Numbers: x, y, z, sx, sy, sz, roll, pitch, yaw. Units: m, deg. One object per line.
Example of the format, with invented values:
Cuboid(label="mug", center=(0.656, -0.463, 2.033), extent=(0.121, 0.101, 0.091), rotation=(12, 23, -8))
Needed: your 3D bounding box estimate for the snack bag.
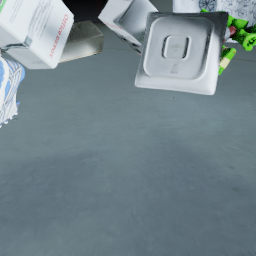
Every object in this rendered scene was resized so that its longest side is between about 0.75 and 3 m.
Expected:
Cuboid(label="snack bag", center=(2.626, -3.671, 8.375), extent=(2.836, 2.674, 0.304), rotation=(11, 59, 17))

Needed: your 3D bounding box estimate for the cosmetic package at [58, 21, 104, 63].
Cuboid(label="cosmetic package", center=(-1.895, -2.884, 9.358), extent=(1.970, 0.720, 1.020), rotation=(-22, 60, -27))

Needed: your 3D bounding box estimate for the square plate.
Cuboid(label="square plate", center=(1.166, -1.810, 6.455), extent=(1.928, 1.910, 0.274), rotation=(10, -3, 23))

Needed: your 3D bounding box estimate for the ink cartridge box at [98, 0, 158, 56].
Cuboid(label="ink cartridge box", center=(0.510, -2.993, 8.757), extent=(2.531, 1.055, 1.838), rotation=(33, 7, -34))

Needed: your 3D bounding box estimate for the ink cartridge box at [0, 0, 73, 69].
Cuboid(label="ink cartridge box", center=(-2.539, -2.717, 6.607), extent=(0.986, 1.741, 2.375), rotation=(6, -20, 29))

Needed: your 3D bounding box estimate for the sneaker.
Cuboid(label="sneaker", center=(-1.732, -0.180, 3.576), extent=(0.614, 1.593, 0.679), rotation=(39, 23, 11))

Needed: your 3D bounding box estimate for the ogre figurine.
Cuboid(label="ogre figurine", center=(2.296, -2.287, 7.081), extent=(2.276, 1.117, 1.364), rotation=(-42, 64, 1))
